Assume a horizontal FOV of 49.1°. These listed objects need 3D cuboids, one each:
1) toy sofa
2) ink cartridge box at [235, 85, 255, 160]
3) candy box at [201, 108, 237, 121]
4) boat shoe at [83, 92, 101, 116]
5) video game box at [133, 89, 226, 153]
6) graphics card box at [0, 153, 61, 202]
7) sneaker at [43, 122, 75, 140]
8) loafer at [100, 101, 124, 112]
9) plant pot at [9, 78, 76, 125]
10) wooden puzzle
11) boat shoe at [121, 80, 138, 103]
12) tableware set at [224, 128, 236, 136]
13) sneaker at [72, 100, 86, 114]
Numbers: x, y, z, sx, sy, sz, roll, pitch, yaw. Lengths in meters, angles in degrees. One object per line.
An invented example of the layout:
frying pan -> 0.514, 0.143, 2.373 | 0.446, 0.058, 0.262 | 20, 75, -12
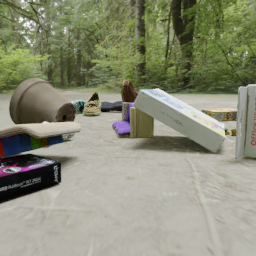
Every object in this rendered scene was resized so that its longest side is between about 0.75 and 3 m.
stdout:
toy sofa -> 0.100, -0.328, 9.389 | 1.117, 0.948, 2.290 | 0, 9, -7
ink cartridge box -> 3.323, -0.190, 6.318 | 0.917, 1.595, 2.724 | 7, 11, 39
candy box -> 4.300, -0.615, 12.702 | 1.686, 0.466, 0.973 | -2, 12, -18
boat shoe -> -1.906, -1.269, 15.104 | 0.927, 0.792, 2.528 | 0, 21, -4
video game box -> 1.492, -0.318, 7.627 | 2.332, 0.546, 2.124 | 31, 14, 12
graphics card box -> -1.911, 0.754, 4.226 | 0.969, 0.393, 1.545 | 7, 10, 41
sneaker -> -1.943, 0.091, 7.823 | 0.795, 0.597, 1.596 | 0, 9, 3
loafer -> -1.038, -1.152, 16.402 | 2.004, 0.631, 0.720 | -2, 39, 15
plant pot -> -2.690, -0.597, 9.346 | 1.585, 1.827, 1.827 | 22, 18, 25
wooden puzzle -> -2.314, 0.316, 5.346 | 2.376, 0.550, 2.201 | -9, 1, 10
boat shoe -> 0.244, -1.324, 12.454 | 0.754, 0.804, 2.233 | 6, -31, 19
tableware set -> 2.697, 0.095, 8.977 | 1.561, 0.240, 1.052 | 2, 9, 11
sneaker -> -3.298, -1.171, 15.392 | 1.382, 0.768, 1.976 | 7, 11, 34
